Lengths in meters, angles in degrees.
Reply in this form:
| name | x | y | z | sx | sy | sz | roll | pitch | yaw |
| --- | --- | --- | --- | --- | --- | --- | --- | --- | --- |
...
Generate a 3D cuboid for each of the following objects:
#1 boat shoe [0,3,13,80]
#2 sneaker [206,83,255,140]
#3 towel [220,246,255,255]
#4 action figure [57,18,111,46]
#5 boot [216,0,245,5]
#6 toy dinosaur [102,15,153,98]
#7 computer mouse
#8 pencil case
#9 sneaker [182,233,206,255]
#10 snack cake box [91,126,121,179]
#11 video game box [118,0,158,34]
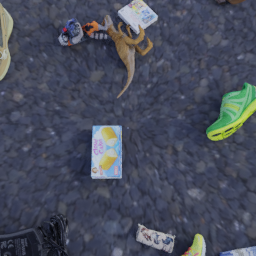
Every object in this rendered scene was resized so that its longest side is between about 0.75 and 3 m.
| name | x | y | z | sx | sy | sz | roll | pitch | yaw |
| --- | --- | --- | --- | --- | --- | --- | --- | --- | --- |
| boat shoe | -4.521 | -2.898 | 9.444 | 1.001 | 0.863 | 2.744 | 4 | 74 | 1 |
| sneaker | 3.254 | -0.513 | 8.844 | 2.428 | 0.899 | 1.015 | -39 | 66 | -16 |
| towel | 3.504 | 3.966 | 7.807 | 1.708 | 0.203 | 1.254 | -10 | 76 | -1 |
| action figure | -1.506 | -3.152 | 9.418 | 1.767 | 0.956 | 1.827 | -17 | 34 | 2 |
| boot | 3.707 | -5.017 | 10.285 | 1.220 | 0.428 | 0.892 | -8 | 76 | 0 |
| toy dinosaur | 0.021 | -2.561 | 9.516 | 1.586 | 0.902 | 2.987 | -26 | 71 | 21 |
| computer mouse | -2.987 | 3.535 | 7.729 | 2.768 | 0.730 | 1.917 | -4 | 73 | -13 |
| pencil case | 0.757 | 3.106 | 7.925 | 1.109 | 0.432 | 0.496 | 18 | 80 | 5 |
| sneaker | 1.638 | 3.674 | 7.670 | 0.749 | 0.648 | 1.659 | 18 | 73 | 12 |
| snack cake box | -0.646 | 0.738 | 8.566 | 0.898 | 0.525 | 1.562 | 0 | 73 | -1 |
| video game box | 0.347 | -4.058 | 10.106 | 0.985 | 0.253 | 1.081 | -39 | 78 | -8 |
